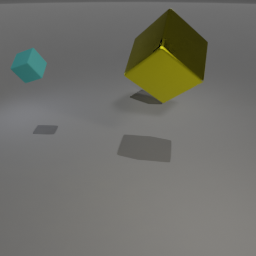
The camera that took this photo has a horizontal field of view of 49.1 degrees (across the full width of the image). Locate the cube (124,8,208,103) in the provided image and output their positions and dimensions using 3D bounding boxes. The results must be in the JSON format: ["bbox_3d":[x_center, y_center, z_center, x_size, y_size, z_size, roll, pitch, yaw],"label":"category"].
[{"bbox_3d":[0.971,-1.742,7.035,1.400,1.400,1.400,-27,40,48],"label":"cube"}]

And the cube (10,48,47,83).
[{"bbox_3d":[-3.115,-1.961,8.836,0.700,0.700,0.700,-12,52,22],"label":"cube"}]
